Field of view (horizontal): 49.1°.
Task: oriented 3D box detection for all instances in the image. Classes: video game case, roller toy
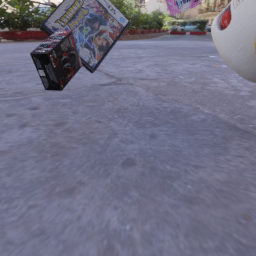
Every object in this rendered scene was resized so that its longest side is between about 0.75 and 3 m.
[{"bbox_3d":[-1.375,-3.569,9.713,2.482,2.243,0.317,-57,24,-17],"label":"video game case"},{"bbox_3d":[3.080,-2.203,6.334,2.222,2.027,1.553,-18,-16,-40],"label":"roller toy"}]

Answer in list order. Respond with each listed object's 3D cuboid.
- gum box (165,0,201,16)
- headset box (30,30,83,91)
[{"bbox_3d":[1.785,-4.183,9.149,0.377,0.648,1.141,-38,24,-25],"label":"gum box"},{"bbox_3d":[-1.770,-1.805,7.296,0.539,1.068,1.437,5,42,20],"label":"headset box"}]
